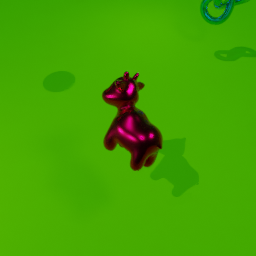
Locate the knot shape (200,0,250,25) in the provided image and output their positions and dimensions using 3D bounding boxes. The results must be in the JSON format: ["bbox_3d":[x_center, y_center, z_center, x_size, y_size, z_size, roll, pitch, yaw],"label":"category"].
[{"bbox_3d":[2.563,-3.419,7.610,1.352,1.265,0.625,12,48,-40],"label":"knot shape"}]

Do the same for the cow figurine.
[{"bbox_3d":[0.103,-0.161,4.919,1.450,1.427,0.796,36,26,30],"label":"cow figurine"}]
